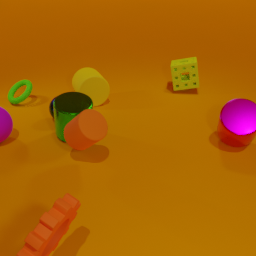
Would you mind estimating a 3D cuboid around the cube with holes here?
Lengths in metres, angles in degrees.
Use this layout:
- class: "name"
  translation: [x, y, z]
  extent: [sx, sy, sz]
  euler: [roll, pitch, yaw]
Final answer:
- class: "cube with holes"
  translation: [2.301, -2.191, 11.285]
  extent: [1.003, 1.003, 1.003]
  euler: [-6, 24, 14]

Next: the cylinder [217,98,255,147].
- class: "cylinder"
  translation: [2.920, -0.112, 7.395]
  extent: [1.020, 1.020, 1.020]
  euler: [-5, 68, 12]

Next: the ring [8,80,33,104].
- class: "ring"
  translation: [-3.967, -1.338, 10.293]
  extent: [1.058, 0.212, 1.058]
  euler: [-13, 54, 19]

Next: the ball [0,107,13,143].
- class: "ball"
  translation: [-3.741, -0.090, 7.680]
  extent: [1.081, 1.081, 1.081]
  euler: [0, 28, 0]

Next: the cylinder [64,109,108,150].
- class: "cylinder"
  translation: [-0.992, 0.051, 6.559]
  extent: [0.770, 0.770, 0.770]
  euler: [-31, 0, -44]

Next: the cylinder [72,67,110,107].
- class: "cylinder"
  translation: [-1.378, -1.514, 10.275]
  extent: [1.151, 1.151, 1.151]
  euler: [-10, 30, -18]

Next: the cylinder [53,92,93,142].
- class: "cylinder"
  translation: [-1.528, -0.301, 7.880]
  extent: [1.064, 1.064, 1.064]
  euler: [5, 41, -4]

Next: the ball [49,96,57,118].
- class: "ball"
  translation: [-2.062, -0.617, 8.889]
  extent: [0.863, 0.863, 0.863]
  euler: [0, 28, 0]

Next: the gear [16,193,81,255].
- class: "gear"
  translation: [-1.030, 1.390, 3.697]
  extent: [0.200, 1.084, 1.084]
  euler: [31, 35, 9]
